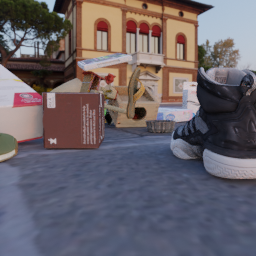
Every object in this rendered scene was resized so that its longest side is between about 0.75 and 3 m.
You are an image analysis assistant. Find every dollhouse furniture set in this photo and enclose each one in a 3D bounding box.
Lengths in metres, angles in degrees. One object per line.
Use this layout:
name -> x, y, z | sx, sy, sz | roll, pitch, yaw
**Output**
dollhouse furniture set -> -1.095, -1.684, 11.586 | 2.156, 1.160, 0.877 | 7, -12, 43

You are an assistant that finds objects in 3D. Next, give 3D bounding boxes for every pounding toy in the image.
pounding toy -> -0.250, -0.667, 11.294 | 2.756, 1.261, 2.421 | -1, 32, -17

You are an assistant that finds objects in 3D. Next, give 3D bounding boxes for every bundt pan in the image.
bundt pan -> 1.125, -0.059, 9.744 | 1.068, 0.401, 1.068 | 1, 6, 0

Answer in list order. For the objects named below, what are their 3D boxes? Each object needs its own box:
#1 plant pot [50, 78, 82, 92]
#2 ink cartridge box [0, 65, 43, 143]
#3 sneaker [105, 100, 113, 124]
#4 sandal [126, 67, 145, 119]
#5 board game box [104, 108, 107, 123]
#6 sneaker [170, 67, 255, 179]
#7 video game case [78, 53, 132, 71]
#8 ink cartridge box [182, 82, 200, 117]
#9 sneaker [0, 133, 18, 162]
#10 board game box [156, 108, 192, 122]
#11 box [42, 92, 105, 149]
plant pot -> -4.316, -1.789, 18.771 | 2.656, 2.487, 2.487 | -21, 15, -26
ink cartridge box -> -3.566, -0.675, 7.044 | 2.656, 1.137, 1.961 | 33, 28, 32
sneaker -> -0.740, -0.908, 12.632 | 0.587, 1.555, 0.895 | 3, 11, -1
sandal -> 0.282, -1.079, 8.945 | 0.479, 1.773, 0.712 | 14, 29, 13
board game box -> -1.237, -0.722, 14.985 | 1.337, 0.420, 2.798 | 1, 15, 7
sneaker -> 1.507, -0.205, 4.946 | 1.090, 1.644, 2.889 | -1, 6, -8
video game case -> -0.995, -2.682, 11.223 | 1.852, 0.238, 2.037 | -15, 20, -12
ink cartridge box -> 3.736, -1.523, 15.643 | 1.224, 2.111, 0.716 | -1, 6, -13
sneaker -> -2.672, 0.072, 4.753 | 0.847, 1.134, 2.527 | 1, 6, 8
board game box -> 1.327, -0.656, 14.255 | 2.762, 0.602, 2.775 | -9, 11, -41
box -> -1.270, -0.229, 6.953 | 1.272, 1.285, 1.549 | 0, 6, 0
